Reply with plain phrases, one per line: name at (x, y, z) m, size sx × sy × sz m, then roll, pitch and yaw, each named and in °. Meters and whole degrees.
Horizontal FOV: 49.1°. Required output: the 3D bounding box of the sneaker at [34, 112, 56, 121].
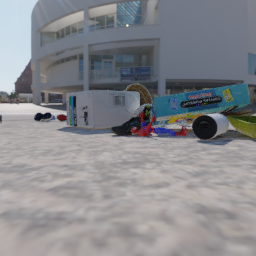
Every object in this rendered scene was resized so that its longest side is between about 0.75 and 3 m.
sneaker at (-4.945, -0.588, 16.571) m, size 1.501 × 0.568 × 0.578 m, roll 3°, pitch -17°, yaw 31°

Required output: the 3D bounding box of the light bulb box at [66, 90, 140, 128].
light bulb box at (-1.078, -0.775, 11.691) m, size 2.297 × 1.446 × 2.318 m, roll -3°, pitch 5°, yaw -37°

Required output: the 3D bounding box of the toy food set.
toy food set at (3.332, -0.264, 9.946) m, size 2.365 × 0.372 × 1.503 m, roll -11°, pitch -6°, yaw 18°

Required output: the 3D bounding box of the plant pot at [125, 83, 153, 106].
plant pot at (0.009, -1.444, 18.050) m, size 2.365 × 2.365 × 2.165 m, roll -3°, pitch -6°, yaw -39°

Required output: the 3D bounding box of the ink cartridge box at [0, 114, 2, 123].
ink cartridge box at (-7.556, -0.400, 13.271) m, size 2.014 × 0.505 × 2.320 m, roll 2°, pitch 4°, yaw 11°

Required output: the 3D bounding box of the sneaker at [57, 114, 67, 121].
sneaker at (-3.745, -0.559, 16.923) m, size 1.103 × 0.438 × 0.527 m, roll 6°, pitch -11°, yaw -5°

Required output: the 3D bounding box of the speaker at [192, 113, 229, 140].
speaker at (2.203, -0.064, 7.375) m, size 0.636 × 0.636 × 1.567 m, roll 2°, pitch 5°, yaw 29°

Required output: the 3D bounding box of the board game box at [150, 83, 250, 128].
board game box at (2.332, -0.703, 9.824) m, size 2.953 × 0.693 × 2.230 m, roll -9°, pitch -8°, yaw 0°

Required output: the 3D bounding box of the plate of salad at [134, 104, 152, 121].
plate of salad at (0.750, -0.475, 11.167) m, size 1.057 × 1.057 × 0.254 m, roll -1°, pitch 31°, yaw -17°

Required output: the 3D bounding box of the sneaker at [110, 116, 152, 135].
sneaker at (0.093, -0.070, 8.266) m, size 1.363 × 0.540 × 0.514 m, roll -4°, pitch 7°, yaw -30°

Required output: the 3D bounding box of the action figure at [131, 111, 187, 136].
action figure at (0.837, -0.125, 7.873) m, size 1.528 × 0.756 × 0.499 m, roll -3°, pitch 4°, yaw -3°

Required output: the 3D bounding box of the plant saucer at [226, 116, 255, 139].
plant saucer at (3.846, -0.032, 7.643) m, size 1.825 × 0.438 × 1.828 m, roll 0°, pitch 8°, yaw 1°

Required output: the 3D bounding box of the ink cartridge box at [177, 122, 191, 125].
ink cartridge box at (2.529, -0.474, 12.848) m, size 0.404 × 0.685 × 1.190 m, roll -1°, pitch 3°, yaw -3°
